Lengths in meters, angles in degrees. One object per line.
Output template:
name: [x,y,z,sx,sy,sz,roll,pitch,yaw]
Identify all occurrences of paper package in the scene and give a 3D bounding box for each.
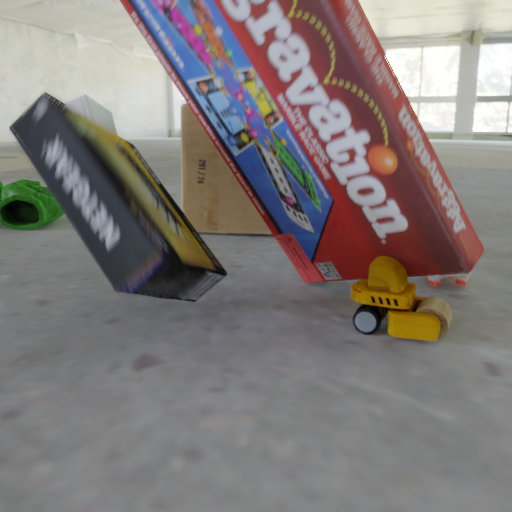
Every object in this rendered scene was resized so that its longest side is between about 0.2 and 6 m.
paper package: [-0.277,-1.958,12.256,2.667,2.798,1.447,3,14,12]

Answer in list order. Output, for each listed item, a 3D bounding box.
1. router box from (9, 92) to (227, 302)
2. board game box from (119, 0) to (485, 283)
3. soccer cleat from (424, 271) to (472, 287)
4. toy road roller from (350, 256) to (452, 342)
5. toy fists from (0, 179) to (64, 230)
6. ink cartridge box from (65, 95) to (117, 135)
router box: [-1.692,-0.653,7.277,0.685,2.624,2.063,-40,-17,9]
board game box: [0.265,-2.011,6.822,2.911,5.654,0.550,-8,32,52]
soccer cleat: [2.868,-0.407,9.633,1.063,1.190,3.067,-2,14,-7]
toy road roller: [1.770,0.497,6.886,1.216,0.887,0.747,6,16,22]
toy fists: [-5.942,-1.246,13.171,2.960,1.018,1.509,0,14,5]
ink cartridge box: [-3.388,-2.270,10.202,1.374,0.581,0.993,-18,-10,12]
